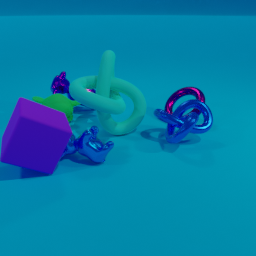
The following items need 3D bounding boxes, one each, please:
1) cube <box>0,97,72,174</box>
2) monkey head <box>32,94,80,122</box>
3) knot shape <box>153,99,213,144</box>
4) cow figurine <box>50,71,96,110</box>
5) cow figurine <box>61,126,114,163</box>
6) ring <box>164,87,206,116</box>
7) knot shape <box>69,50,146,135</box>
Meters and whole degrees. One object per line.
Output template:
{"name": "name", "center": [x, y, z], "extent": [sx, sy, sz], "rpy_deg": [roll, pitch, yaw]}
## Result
{"name": "cube", "center": [-1.783, 0.142, 5.404], "extent": [0.974, 0.974, 0.974], "rpy_deg": [21, 15, -29]}
{"name": "monkey head", "center": [-1.888, -0.611, 7.672], "extent": [1.326, 0.799, 0.954], "rpy_deg": [4, 32, -3]}
{"name": "knot shape", "center": [1.246, -0.128, 6.454], "extent": [1.390, 0.642, 1.300], "rpy_deg": [-3, 28, 16]}
{"name": "cow figurine", "center": [-1.522, -1.053, 8.177], "extent": [1.415, 0.777, 1.393], "rpy_deg": [22, -1, 10]}
{"name": "cow figurine", "center": [-0.907, 0.421, 5.825], "extent": [1.018, 1.002, 0.559], "rpy_deg": [42, 26, 4]}
{"name": "ring", "center": [1.545, -0.626, 7.702], "extent": [1.201, 0.240, 1.201], "rpy_deg": [-21, 49, 27]}
{"name": "knot shape", "center": [-0.439, -0.949, 6.768], "extent": [0.945, 1.913, 2.044], "rpy_deg": [-23, -32, 32]}
